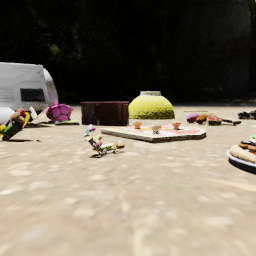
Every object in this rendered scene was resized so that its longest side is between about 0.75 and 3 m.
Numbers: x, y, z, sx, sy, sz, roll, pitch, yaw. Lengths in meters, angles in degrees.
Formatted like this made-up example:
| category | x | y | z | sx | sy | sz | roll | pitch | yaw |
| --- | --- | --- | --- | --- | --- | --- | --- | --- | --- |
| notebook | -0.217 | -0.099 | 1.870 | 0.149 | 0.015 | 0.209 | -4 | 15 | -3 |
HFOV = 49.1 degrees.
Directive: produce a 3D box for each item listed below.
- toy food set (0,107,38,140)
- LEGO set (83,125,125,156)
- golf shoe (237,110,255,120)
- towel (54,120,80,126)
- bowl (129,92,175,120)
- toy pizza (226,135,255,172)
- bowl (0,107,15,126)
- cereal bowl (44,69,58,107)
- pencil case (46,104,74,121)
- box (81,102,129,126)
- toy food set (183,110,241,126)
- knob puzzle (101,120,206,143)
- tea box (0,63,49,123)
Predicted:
| category | x | y | z | sx | sy | sz | roll | pitch | yaw |
| --- | --- | --- | --- | --- | --- | --- | --- | --- | --- |
| toy food set | -2.612 | -0.175 | 6.400 | 1.030 | 0.336 | 0.606 | -37 | 45 | 3 |
| LEGO set | -0.380 | 0.305 | 4.706 | 0.857 | 0.394 | 0.319 | 31 | 3 | -36 |
| golf shoe | 6.050 | -0.632 | 13.607 | 1.313 | 0.514 | 0.638 | 5 | 2 | 34 |
| towel | -2.367 | -0.216 | 10.897 | 0.931 | 0.148 | 1.297 | -2 | 6 | -13 |
| bowl | 1.187 | -1.194 | 14.694 | 2.572 | 1.384 | 2.572 | 0 | 5 | 0 |
| toy pizza | 2.648 | 0.332 | 3.875 | 2.427 | 0.385 | 2.427 | 0 | 5 | 0 |
| bowl | -4.206 | -0.214 | 7.953 | 1.962 | 0.732 | 1.959 | -1 | 5 | 3 |
| cereal bowl | -3.623 | -1.609 | 11.752 | 0.694 | 1.667 | 1.667 | -24 | 17 | -29 |
| pencil case | -3.057 | -0.675 | 12.365 | 0.872 | 0.844 | 1.861 | -36 | 21 | -20 |
| box | -0.867 | -0.540 | 10.491 | 1.761 | 0.882 | 0.660 | 1 | 5 | 20 |
| toy food set | 3.171 | -0.330 | 11.223 | 1.572 | 0.389 | 2.472 | -1 | 13 | -10 |
| knob puzzle | 0.935 | -0.017 | 7.543 | 2.826 | 0.392 | 2.826 | 0 | 5 | 0 |
| tea box | -4.453 | -1.164 | 10.162 | 2.374 | 1.586 | 2.335 | -4 | -14 | -37 |
